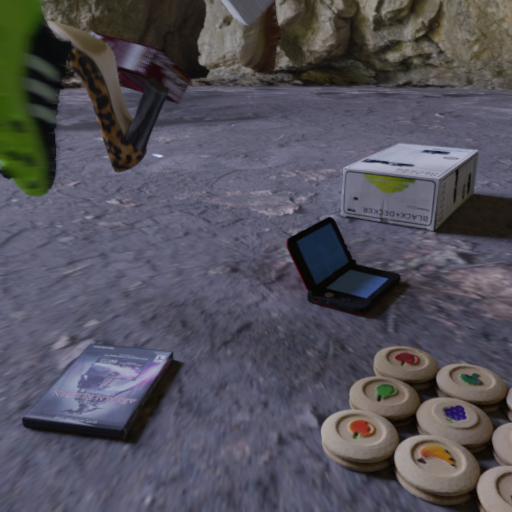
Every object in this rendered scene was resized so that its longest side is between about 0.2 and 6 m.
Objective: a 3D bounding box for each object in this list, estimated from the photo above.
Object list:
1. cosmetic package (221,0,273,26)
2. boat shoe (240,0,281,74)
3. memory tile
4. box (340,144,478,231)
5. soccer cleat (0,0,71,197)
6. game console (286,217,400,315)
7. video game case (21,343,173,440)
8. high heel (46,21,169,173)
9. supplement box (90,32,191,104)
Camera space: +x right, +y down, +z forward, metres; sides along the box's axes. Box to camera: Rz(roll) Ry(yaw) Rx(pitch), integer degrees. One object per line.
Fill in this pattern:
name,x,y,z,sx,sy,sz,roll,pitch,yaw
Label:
cosmetic package,-0.166,-4.412,9.324,0.771,0.645,0.641,-43,44,6
boat shoe,0.155,-4.614,11.670,0.674,1.995,0.718,22,-28,-29
memory tile,2.126,1.600,5.024,2.741,0.230,2.101,13,25,30
box,3.493,-1.642,12.368,2.043,1.053,3.503,13,25,30
soccer cleat,-2.970,-2.208,7.422,1.065,3.154,1.278,24,44,18
game console,1.298,0.087,8.100,1.264,0.870,1.466,13,25,32
video game case,-1.576,1.350,5.829,1.019,0.135,1.427,4,20,10
high heel,-2.741,-2.558,9.151,2.444,1.742,0.873,35,31,4
supplement box,-2.245,-3.471,10.314,1.901,0.579,1.035,26,-2,33
